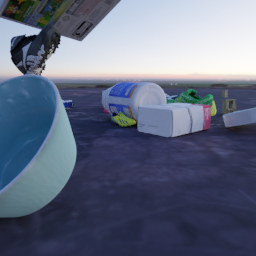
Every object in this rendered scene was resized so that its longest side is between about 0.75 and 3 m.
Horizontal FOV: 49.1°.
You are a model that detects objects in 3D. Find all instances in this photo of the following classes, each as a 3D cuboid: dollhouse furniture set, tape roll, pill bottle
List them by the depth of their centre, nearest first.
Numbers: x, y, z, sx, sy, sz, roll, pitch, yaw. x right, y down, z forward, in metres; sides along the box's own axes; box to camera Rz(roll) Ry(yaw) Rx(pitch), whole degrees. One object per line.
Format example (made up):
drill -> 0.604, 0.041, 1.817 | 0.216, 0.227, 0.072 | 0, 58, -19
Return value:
tape roll -> 4.459, -0.507, 9.315 | 2.500, 0.457, 2.500 | -13, -2, 0
pill bottle -> 0.092, -1.039, 11.161 | 1.561, 1.561, 2.785 | -6, 12, -31
dollhouse furniture set -> 4.990, -1.209, 13.248 | 0.645, 1.160, 1.026 | -3, 10, -16

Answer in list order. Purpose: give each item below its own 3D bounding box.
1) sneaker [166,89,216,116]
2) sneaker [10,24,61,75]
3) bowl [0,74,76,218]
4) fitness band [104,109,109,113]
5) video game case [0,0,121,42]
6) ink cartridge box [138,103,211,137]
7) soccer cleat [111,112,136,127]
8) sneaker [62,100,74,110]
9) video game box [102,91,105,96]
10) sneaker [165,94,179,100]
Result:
sneaker -> 2.673, -1.159, 12.758 | 2.936, 1.227, 1.087 | 9, 14, 44
sneaker -> -2.349, -1.895, 6.721 | 2.238, 1.013, 0.744 | -27, 26, 56
bowl -> -1.427, 0.348, 3.547 | 1.897, 1.897, 0.992 | 6, -32, 30
fitness band -> -0.665, -0.943, 14.479 | 1.171, 0.219, 0.841 | -5, 11, -22
video game case -> -1.497, -3.256, 6.834 | 2.502, 0.302, 2.745 | 4, -22, -42
ink cartridge box -> 1.512, -0.323, 9.129 | 2.024, 0.838, 1.483 | -9, 13, -41
soccer cleat -> -0.198, -0.332, 10.127 | 0.398, 0.514, 1.230 | -8, 13, -40
sneaker -> -3.482, -1.295, 15.283 | 0.896, 0.627, 1.552 | 0, 8, 10
video game box -> -0.260, -2.049, 16.759 | 1.995, 0.467, 1.817 | 3, 12, 24
sneaker -> 2.520, -1.503, 15.999 | 1.299, 0.797, 1.997 | 4, 11, 15
